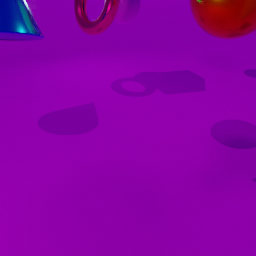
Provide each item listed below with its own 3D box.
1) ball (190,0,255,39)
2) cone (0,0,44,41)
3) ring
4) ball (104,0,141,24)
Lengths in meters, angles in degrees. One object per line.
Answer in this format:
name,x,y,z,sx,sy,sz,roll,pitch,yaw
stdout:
ball,1.604,-2.033,4.285,1.291,1.291,1.291,0,32,0
cone,-2.495,-2.602,5.299,1.672,1.678,1.672,1,12,0
ring,-0.832,-3.284,7.213,0.345,1.725,1.725,-4,27,-44
ball,-0.158,-3.595,8.167,1.057,1.057,1.057,0,32,0
